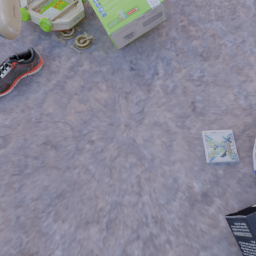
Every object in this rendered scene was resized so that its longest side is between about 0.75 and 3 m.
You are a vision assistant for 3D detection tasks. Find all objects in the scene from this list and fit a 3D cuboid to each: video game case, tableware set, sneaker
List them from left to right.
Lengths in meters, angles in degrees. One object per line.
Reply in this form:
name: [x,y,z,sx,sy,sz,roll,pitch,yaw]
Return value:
sneaker: [-4.096,-2.004,9.552,2.399,0.982,0.924,-42,72,-17]
tableware set: [-2.018,-3.505,10.612,1.437,0.288,0.950,35,70,15]
video game case: [2.908,0.571,8.863,0.981,0.118,1.077,-3,66,-1]

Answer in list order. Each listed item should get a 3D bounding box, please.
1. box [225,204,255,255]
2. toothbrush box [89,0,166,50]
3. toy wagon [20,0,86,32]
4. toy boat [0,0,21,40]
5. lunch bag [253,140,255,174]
box: [4.174,2.896,7.025,2.298,1.372,2.337,-20,74,-9]
toothbrush box: [-0.270,-4.748,10.154,2.143,1.267,2.944,-31,77,6]
toy wagon: [-3.170,-4.813,10.894,2.989,0.591,2.319,28,58,14]
toy boat: [-3.081,-2.780,6.323,0.705,1.516,1.274,-9,75,16]
lunch bag: [4.365,0.176,7.937,1.437,1.973,2.321,28,67,32]
